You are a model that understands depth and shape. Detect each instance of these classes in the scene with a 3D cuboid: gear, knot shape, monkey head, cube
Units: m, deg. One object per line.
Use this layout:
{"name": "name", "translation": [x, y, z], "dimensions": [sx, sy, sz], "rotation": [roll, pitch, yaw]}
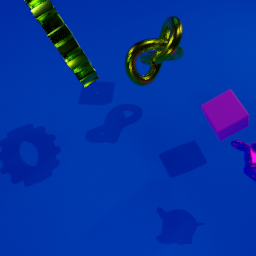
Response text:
{"name": "gear", "translation": [-1.261, -1.720, 5.478], "dimensions": [0.361, 1.952, 1.952], "rotation": [-34, 65, -1]}
{"name": "knot shape", "translation": [0.772, -1.878, 6.668], "dimensions": [0.813, 1.647, 1.760], "rotation": [48, 50, 7]}
{"name": "monkey head", "translation": [2.531, 0.498, 4.948], "dimensions": [1.367, 0.984, 0.824], "rotation": [8, 57, 17]}
{"name": "cube", "translation": [2.359, -0.290, 6.790], "dimensions": [0.787, 0.787, 0.787], "rotation": [-30, 63, 11]}
